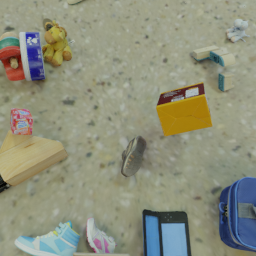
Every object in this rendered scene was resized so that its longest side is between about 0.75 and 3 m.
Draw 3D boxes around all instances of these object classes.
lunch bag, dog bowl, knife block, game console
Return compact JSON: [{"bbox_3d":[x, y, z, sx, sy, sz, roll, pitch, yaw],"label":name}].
[{"bbox_3d":[4.082,2.558,8.120,2.972,1.966,2.019,7,67,2],"label":"lunch bag"},{"bbox_3d":[-3.540,-2.657,10.434,0.690,1.752,1.752,-7,67,-14],"label":"dog bowl"},{"bbox_3d":[-3.630,1.397,9.223,2.724,0.871,2.391,12,68,5],"label":"knife block"},{"bbox_3d":[1.174,3.328,8.319,1.476,1.023,1.730,-1,68,0],"label":"game console"}]

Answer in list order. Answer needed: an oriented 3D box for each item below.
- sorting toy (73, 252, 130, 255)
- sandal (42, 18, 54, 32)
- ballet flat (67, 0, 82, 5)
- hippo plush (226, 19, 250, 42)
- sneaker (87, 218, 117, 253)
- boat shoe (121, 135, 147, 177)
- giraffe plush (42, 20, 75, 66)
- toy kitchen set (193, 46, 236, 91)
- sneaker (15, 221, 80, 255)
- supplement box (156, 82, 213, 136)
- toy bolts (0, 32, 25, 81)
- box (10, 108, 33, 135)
[{"bbox_3d":[-0.677,4.083,7.885,2.993,0.408,1.685,-1,110,5],"label":"sorting toy"},{"bbox_3d":[-3.336,-4.243,11.912,0.488,0.328,1.214,-17,68,-7],"label":"sandal"},{"bbox_3d":[-2.028,-6.077,12.591,1.598,0.555,0.555,-26,69,-10],"label":"ballet flat"},{"bbox_3d":[4.586,-4.032,11.581,0.959,0.771,0.764,35,71,14],"label":"hippo plush"},{"bbox_3d":[-0.745,3.488,8.480,0.747,0.689,1.694,-22,77,-10],"label":"sneaker"},{"bbox_3d":[0.125,0.975,9.349,0.610,0.600,1.638,47,46,-20],"label":"boat shoe"},{"bbox_3d":[-2.792,-3.435,11.071,1.319,1.239,1.528,33,71,13],"label":"giraffe plush"},{"bbox_3d":[3.348,-2.327,11.023,0.967,1.315,1.642,-14,31,-6],"label":"toy kitchen set"},{"bbox_3d":[-2.344,3.297,8.502,1.877,0.746,1.225,19,70,-2],"label":"sneaker"},{"bbox_3d":[1.651,-0.577,8.209,1.368,0.921,1.387,-13,21,18],"label":"supplement box"},{"bbox_3d":[-5.228,-2.881,10.120,2.969,2.836,2.060,-15,49,-13],"label":"toy bolts"},{"bbox_3d":[-3.387,-0.221,8.867,0.575,1.153,0.551,3,107,-27],"label":"box"}]
